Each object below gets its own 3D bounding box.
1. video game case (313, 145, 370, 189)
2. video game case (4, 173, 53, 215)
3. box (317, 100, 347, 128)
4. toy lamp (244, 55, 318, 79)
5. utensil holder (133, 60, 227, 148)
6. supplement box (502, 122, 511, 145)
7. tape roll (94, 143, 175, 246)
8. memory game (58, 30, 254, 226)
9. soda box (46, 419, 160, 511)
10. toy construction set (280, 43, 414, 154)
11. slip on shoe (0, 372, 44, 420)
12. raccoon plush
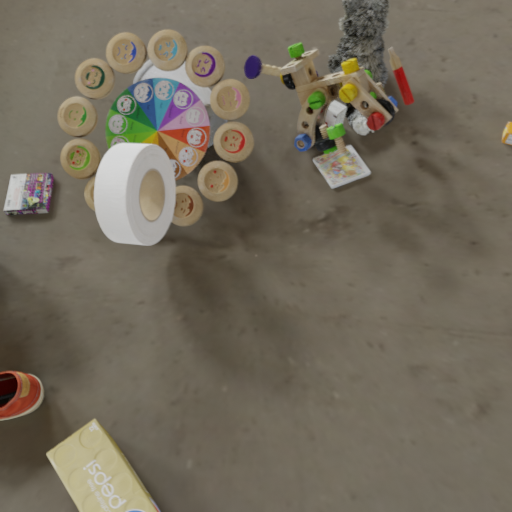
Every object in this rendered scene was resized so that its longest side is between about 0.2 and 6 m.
[{"bbox_3d":[1.760,-1.847,11.545,0.911,0.104,0.829,-22,61,-12],"label":"video game case"},{"bbox_3d":[-4.511,-1.239,11.138,0.828,0.163,0.913,-4,59,-2],"label":"video game case"},{"bbox_3d":[1.570,-3.006,11.969,0.562,0.565,0.369,37,59,20],"label":"box"},{"bbox_3d":[0.615,-4.002,12.215,1.854,0.540,0.540,-6,53,-41],"label":"toy lamp"},{"bbox_3d":[-1.560,-3.116,11.594,1.401,1.401,1.649,-28,66,-16],"label":"utensil holder"},{"bbox_3d":[5.752,-2.477,11.794,1.031,0.355,0.343,19,60,9],"label":"supplement box"},{"bbox_3d":[-2.029,-1.048,9.623,0.611,1.748,1.748,5,58,18],"label":"tape roll"},{"bbox_3d":[-1.918,-2.361,10.597,3.854,0.245,3.854,0,91,4],"label":"memory game"},{"bbox_3d":[-1.891,3.573,7.845,0.841,0.795,2.483,-34,65,-19],"label":"soda box"},{"bbox_3d":[1.712,-3.410,10.956,2.645,2.032,2.206,-31,19,-19],"label":"toy construction set"},{"bbox_3d":[-4.609,2.339,8.625,2.470,0.756,0.915,-15,62,-7],"label":"slip on shoe"},{"bbox_3d":[2.448,-4.211,11.961,1.327,1.838,2.743,-11,59,-6],"label":"raccoon plush"}]
